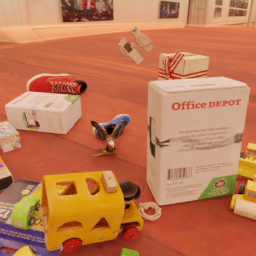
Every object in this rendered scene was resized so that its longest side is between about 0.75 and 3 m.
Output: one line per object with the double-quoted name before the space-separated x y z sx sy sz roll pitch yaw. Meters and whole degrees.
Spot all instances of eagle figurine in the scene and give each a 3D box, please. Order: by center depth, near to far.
"eagle figurine" -0.582 0.263 9.017 1.048 1.388 1.054 21 33 38

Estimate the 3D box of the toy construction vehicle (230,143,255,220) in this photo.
"toy construction vehicle" 3.933 1.327 7.281 2.456 0.993 2.821 15 30 27

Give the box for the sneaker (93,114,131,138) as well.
"sneaker" -0.438 -0.021 10.447 1.585 0.608 0.882 -18 25 -25

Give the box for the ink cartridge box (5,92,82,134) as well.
"ink cartridge box" -3.335 -0.662 11.305 2.431 1.021 1.760 6 27 11

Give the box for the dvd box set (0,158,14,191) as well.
"dvd box set" -4.901 1.209 8.163 2.190 0.440 2.994 -19 32 -34

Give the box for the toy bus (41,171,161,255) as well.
"toy bus" -0.573 1.559 5.895 2.428 1.330 2.573 22 32 14

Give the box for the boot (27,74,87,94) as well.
"boot" -3.579 -2.143 14.456 2.789 1.010 2.012 -19 33 -40

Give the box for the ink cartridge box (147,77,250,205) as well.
"ink cartridge box" 1.641 0.277 7.126 2.174 2.966 1.232 -5 23 -11

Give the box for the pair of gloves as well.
"pair of gloves" 0.350 -3.746 12.770 1.592 1.353 0.279 -54 11 -27

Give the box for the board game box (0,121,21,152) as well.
"board game box" -4.307 0.285 9.856 0.614 0.603 1.171 -19 32 -34

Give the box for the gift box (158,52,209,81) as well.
"gift box" 2.895 -2.935 14.712 2.173 2.148 2.328 -15 24 -31

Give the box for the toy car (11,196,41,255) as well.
"toy car" -2.321 2.103 5.677 1.808 0.403 1.701 6 52 12

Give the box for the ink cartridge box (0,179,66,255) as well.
"ink cartridge box" -2.238 2.046 6.428 2.085 0.496 2.109 7 24 11
